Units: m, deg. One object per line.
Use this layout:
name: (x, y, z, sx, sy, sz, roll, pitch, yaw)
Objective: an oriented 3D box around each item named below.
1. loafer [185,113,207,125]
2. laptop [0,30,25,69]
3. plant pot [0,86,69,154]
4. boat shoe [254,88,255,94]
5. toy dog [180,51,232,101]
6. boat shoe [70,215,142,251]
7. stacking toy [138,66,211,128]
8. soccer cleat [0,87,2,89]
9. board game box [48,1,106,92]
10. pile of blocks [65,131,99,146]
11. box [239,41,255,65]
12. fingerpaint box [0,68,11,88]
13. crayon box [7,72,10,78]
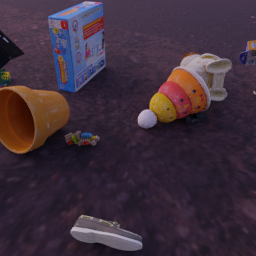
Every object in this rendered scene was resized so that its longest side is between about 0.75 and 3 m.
loafer: (2.240, -0.337, 9.142, 0.855, 0.300, 0.290, -18, 39, -23)
laptop: (-2.722, -1.568, 5.680, 0.801, 0.467, 0.904, 44, 23, -13)
plant pot: (-2.671, -0.369, 8.128, 1.819, 1.819, 1.665, 20, 23, 25)
boat shoe: (5.417, -1.574, 10.832, 1.229, 0.371, 0.454, -11, 37, -15)
toy dog: (2.687, -2.068, 10.752, 2.144, 1.543, 2.211, -9, 29, 4)
boat shoe: (-0.398, 2.058, 5.557, 1.459, 0.521, 0.436, 6, 41, 15)
stacking toy: (1.308, -0.718, 9.054, 2.348, 1.715, 1.715, -37, 46, -13)
soccer cleat: (-4.654, -0.768, 9.463, 0.822, 0.920, 2.371, -24, 8, 24)
board game box: (-1.878, -3.299, 11.192, 0.789, 2.766, 2.825, 12, 36, 17)
pile of blocks: (-1.332, 0.335, 8.100, 0.994, 0.408, 0.309, -2, 35, -4)
box: (2.340, -1.265, 4.645, 0.920, 0.548, 0.191, 1, 76, 17)
fingerpaint box: (-5.001, -1.515, 10.015, 1.201, 0.528, 1.440, -28, 8, -35)
crayon box: (-5.404, -1.981, 11.497, 0.938, 0.273, 0.809, -6, 34, -8)
